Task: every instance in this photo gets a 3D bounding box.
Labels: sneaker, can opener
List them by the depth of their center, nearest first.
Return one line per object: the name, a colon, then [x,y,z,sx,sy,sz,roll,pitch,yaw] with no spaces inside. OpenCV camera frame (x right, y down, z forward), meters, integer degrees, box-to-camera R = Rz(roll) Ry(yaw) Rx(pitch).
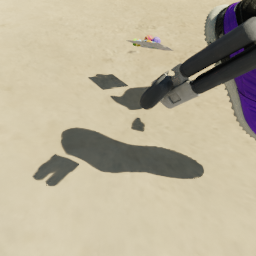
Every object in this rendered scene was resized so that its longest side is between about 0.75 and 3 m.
can opener: [0.888,-0.655,3.826,0.715,2.137,0.570,-42,98,-28]
sneaker: [2.330,-0.719,4.374,0.975,2.805,1.395,-44,22,-16]

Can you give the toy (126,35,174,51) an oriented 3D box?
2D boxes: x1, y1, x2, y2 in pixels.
toy: [0.650,-2.521,8.178,0.747,0.306,1.298,6,8,-46]
